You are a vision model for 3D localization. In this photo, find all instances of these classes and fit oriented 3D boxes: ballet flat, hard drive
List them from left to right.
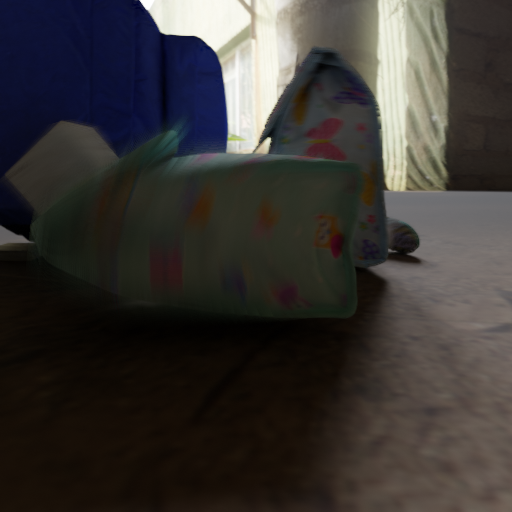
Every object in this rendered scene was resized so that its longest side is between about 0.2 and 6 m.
[{"bbox_3d":[-4.118,-0.082,9.677,0.851,0.172,1.291,1,8,-6],"label":"hard drive"},{"bbox_3d":[2.296,-0.420,10.202,0.646,0.646,1.797,-2,20,-13],"label":"ballet flat"}]

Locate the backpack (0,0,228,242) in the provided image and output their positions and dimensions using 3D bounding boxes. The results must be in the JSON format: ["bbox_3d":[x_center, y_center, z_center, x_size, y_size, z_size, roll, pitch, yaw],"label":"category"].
[{"bbox_3d":[-2.671,-2.022,10.561,4.152,4.020,4.947,6,-4,-9],"label":"backpack"}]

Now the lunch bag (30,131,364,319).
[{"bbox_3d":[-0.607,-0.291,5.442,2.666,1.625,2.271,1,6,-10],"label":"lunch bag"}]

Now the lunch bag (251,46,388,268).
[{"bbox_3d":[0.909,-1.489,8.791,1.946,3.061,2.596,-3,11,0],"label":"lunch bag"}]

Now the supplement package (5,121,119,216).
[{"bbox_3d":[-2.049,-0.672,7.267,1.015,1.854,1.054,-40,4,9],"label":"supplement package"}]
